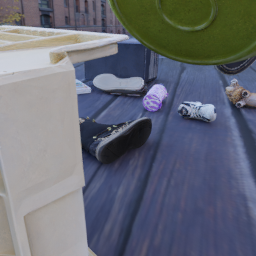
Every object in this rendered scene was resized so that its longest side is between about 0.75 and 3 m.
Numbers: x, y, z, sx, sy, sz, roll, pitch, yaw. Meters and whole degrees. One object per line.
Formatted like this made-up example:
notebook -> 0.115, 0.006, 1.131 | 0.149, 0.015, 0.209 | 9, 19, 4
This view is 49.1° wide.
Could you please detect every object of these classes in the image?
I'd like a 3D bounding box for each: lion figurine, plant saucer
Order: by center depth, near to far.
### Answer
plant saucer -> 0.837, -1.768, 3.790 | 2.975, 2.975, 0.462 | 13, 67, 29
lion figurine -> 4.445, -0.972, 9.607 | 2.256, 0.818, 1.382 | 23, 20, 17

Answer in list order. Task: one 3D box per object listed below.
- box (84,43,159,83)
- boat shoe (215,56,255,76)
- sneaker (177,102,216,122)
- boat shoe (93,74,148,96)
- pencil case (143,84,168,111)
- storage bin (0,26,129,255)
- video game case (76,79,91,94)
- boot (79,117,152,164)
box -> -0.209, -3.128, 13.168 | 2.828, 1.753, 2.780 | 7, 15, 17
boat shoe -> 2.139, -2.100, 4.446 | 0.999, 2.750, 0.863 | 29, 26, 11
sneaker -> 1.982, -0.487, 8.464 | 0.887, 0.544, 1.363 | -7, 22, -13
boat shoe -> -0.336, -1.664, 11.416 | 2.466, 0.703, 0.824 | 11, 65, 32
pencil case -> 0.984, -1.066, 9.858 | 0.667, 0.655, 1.560 | 28, 28, 6
storage bin -> -1.202, 0.442, 3.047 | 1.325, 2.827, 2.806 | -20, 29, -39
video game case -> -2.914, -1.701, 11.911 | 2.155, 0.255, 1.962 | -10, 24, -25
boot -> -0.469, 0.099, 6.807 | 1.493, 0.725, 1.983 | 17, 33, 35
